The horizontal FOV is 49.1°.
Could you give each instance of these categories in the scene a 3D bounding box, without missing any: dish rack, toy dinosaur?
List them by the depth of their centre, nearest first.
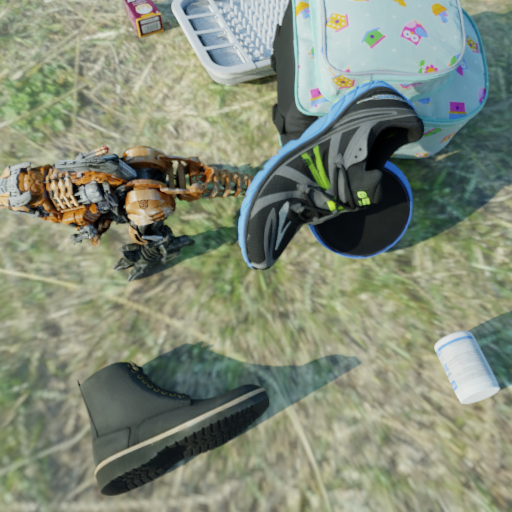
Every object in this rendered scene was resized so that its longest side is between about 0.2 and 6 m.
[{"bbox_3d":[-1.700,-0.775,8.087,3.572,2.424,1.824,15,72,0],"label":"toy dinosaur"},{"bbox_3d":[0.158,-4.841,12.043,3.414,0.743,2.930,-19,58,-12],"label":"dish rack"}]

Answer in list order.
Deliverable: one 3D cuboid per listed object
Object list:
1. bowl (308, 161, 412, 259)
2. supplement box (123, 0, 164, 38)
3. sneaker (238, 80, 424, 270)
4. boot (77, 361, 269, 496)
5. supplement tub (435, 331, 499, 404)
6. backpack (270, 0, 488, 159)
[{"bbox_3d":[1.628,-0.736,8.808,1.696,1.696,0.333,0,22,0],"label":"bowl"},{"bbox_3d":[-2.554,-5.457,12.613,0.579,0.450,1.050,-22,59,-14],"label":"supplement box"},{"bbox_3d":[1.021,-1.037,7.848,3.266,1.158,1.353,-45,62,0],"label":"sneaker"},{"bbox_3d":[-1.189,1.882,7.572,2.390,0.926,1.653,-21,54,-14],"label":"boot"},{"bbox_3d":[2.964,1.568,7.916,0.583,0.583,0.884,-12,57,-8],"label":"supplement tub"},{"bbox_3d":[2.258,-3.341,9.846,3.537,2.711,3.109,5,67,-14],"label":"backpack"}]
